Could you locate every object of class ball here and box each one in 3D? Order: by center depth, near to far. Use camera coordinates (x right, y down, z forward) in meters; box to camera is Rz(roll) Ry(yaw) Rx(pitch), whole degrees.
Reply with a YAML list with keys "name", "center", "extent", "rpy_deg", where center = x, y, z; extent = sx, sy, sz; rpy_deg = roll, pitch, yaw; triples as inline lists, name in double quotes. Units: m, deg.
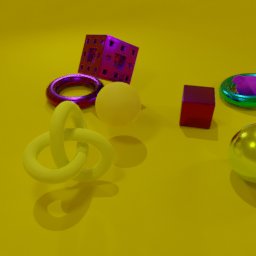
- name: "ball"
  center: [2.866, 0.552, 6.066]
  extent: [1.328, 1.328, 1.328]
  rpy_deg: [0, 36, 0]
- name: "ball"
  center: [-0.240, -0.569, 6.957]
  extent: [1.132, 1.132, 1.132]
  rpy_deg: [0, 36, 0]

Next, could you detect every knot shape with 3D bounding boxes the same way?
- name: "knot shape"
  center: [-1.092, 0.486, 5.844]
  extent: [0.838, 1.698, 1.814]
  rpy_deg: [-16, 43, 56]

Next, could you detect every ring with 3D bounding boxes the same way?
- name: "ring"
  center: [3.961, -1.262, 9.117]
  extent: [1.929, 0.386, 1.929]
  rpy_deg: [-7, 35, 5]
- name: "ring"
  center: [-1.721, -1.231, 9.247]
  extent: [1.966, 0.393, 1.966]
  rpy_deg: [1, 37, 0]

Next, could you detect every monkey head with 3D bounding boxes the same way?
- name: "monkey head"
  center: [3.961, -1.447, 8.932]
  extent: [1.368, 0.984, 0.824]
  rpy_deg: [11, 18, -43]

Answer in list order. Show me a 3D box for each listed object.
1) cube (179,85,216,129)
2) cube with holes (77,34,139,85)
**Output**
- name: "cube"
  center: [1.951, -0.607, 7.944]
  extent: [0.871, 0.871, 0.871]
  rpy_deg: [7, 42, 9]
- name: "cube with holes"
  center: [-0.619, -2.084, 8.628]
  extent: [1.209, 1.209, 1.209]
  rpy_deg: [8, 9, -41]
